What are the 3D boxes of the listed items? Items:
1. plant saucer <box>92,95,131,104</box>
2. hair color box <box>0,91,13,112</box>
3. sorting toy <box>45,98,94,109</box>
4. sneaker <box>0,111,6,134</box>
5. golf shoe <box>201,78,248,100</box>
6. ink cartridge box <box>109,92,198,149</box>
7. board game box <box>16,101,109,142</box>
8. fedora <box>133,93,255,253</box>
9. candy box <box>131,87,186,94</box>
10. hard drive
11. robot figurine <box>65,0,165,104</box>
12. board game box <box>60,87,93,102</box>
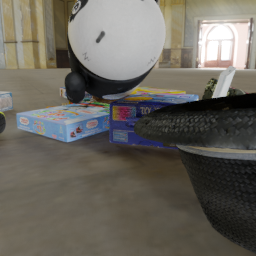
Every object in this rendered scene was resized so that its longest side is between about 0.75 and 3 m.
[{"bbox_3d":[-0.346,-0.839,9.530,1.803,0.310,1.803,9,21,-4],"label":"plant saucer"},{"bbox_3d":[-5.218,-0.914,9.613,2.147,0.650,1.074,4,15,14],"label":"hair color box"},{"bbox_3d":[-1.709,-0.862,10.065,2.437,0.332,1.372,-5,15,-18],"label":"sorting toy"},{"bbox_3d":[-4.136,-0.159,6.578,2.428,0.897,0.983,3,6,-17],"label":"sneaker"},{"bbox_3d":[3.111,-0.713,8.531,1.308,1.146,2.969,15,17,-10],"label":"golf shoe"},{"bbox_3d":[0.629,-0.214,6.336,1.666,0.932,2.442,4,16,18],"label":"ink cartridge box"},{"bbox_3d":[-1.274,-0.268,7.465,1.926,0.466,2.546,11,19,36],"label":"board game box"},{"bbox_3d":[1.461,0.340,2.821,2.987,1.364,2.987,-8,6,1],"label":"fedora"},{"bbox_3d":[1.365,-1.687,13.305,1.291,0.333,2.525,-13,19,-34],"label":"candy box"},{"bbox_3d":[2.248,-0.776,6.884,0.181,1.356,0.894,26,35,22],"label":"hard drive"},{"bbox_3d":[-0.352,-1.639,5.800,1.832,2.206,2.936,0,-6,-10],"label":"robot figurine"},{"bbox_3d":[-1.667,-1.617,12.751,2.233,0.461,2.238,-9,17,-32],"label":"board game box"}]
